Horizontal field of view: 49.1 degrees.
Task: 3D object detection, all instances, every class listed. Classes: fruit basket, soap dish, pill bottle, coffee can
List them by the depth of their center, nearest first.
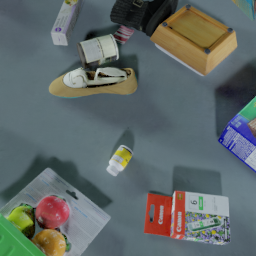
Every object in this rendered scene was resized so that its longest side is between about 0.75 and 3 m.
[{"bbox_3d":[-2.045,2.429,6.787,2.282,1.155,2.464,32,49,18],"label":"fruit basket"},{"bbox_3d":[-0.242,0.927,7.874,0.456,0.456,0.819,29,65,16],"label":"pill bottle"},{"bbox_3d":[-1.059,-2.663,9.750,1.240,0.908,0.908,-19,61,-11],"label":"coffee can"},{"bbox_3d":[2.372,-3.209,10.013,2.532,1.028,1.992,40,67,20],"label":"soap dish"}]

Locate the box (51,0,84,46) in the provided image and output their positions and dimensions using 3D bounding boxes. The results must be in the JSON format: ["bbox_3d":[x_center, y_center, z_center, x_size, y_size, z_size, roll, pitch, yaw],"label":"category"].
[{"bbox_3d":[-2.320,-4.479,11.032,0.563,0.603,2.912,7,60,5],"label":"box"}]

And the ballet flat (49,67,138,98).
[{"bbox_3d":[-1.155,-1.597,9.103,2.947,0.929,1.011,-3,57,-2],"label":"ballet flat"}]

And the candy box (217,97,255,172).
[{"bbox_3d":[4.501,0.349,7.824,2.449,1.116,2.896,-38,67,-22],"label":"candy box"}]

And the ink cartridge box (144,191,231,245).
[{"bbox_3d":[1.472,2.208,7.058,2.027,0.510,1.104,7,59,3],"label":"ink cartridge box"}]

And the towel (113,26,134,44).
[{"bbox_3d":[-0.210,-3.601,10.797,0.605,0.095,0.839,25,62,15],"label":"towel"}]

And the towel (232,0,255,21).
[{"bbox_3d":[1.997,-2.619,5.251,0.130,0.881,1.201,-39,71,14],"label":"towel"}]

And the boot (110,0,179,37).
[{"bbox_3d":[0.703,-4.825,10.999,1.962,0.987,2.624,29,64,17],"label":"boot"}]
